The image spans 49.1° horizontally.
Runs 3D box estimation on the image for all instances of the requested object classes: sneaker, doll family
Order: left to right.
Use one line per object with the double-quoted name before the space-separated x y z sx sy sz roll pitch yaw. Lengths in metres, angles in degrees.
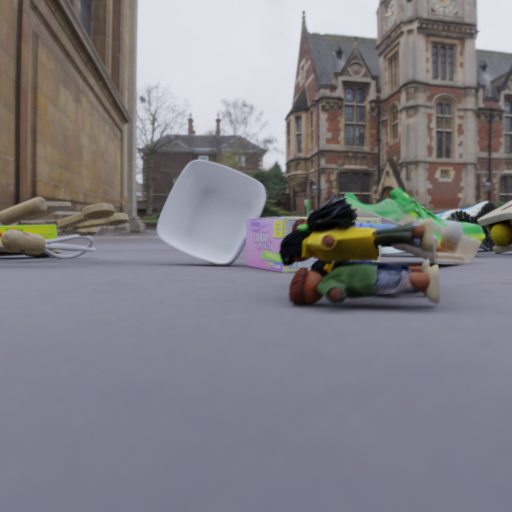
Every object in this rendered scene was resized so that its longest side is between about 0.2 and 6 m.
"doll family" 0.730 -0.021 4.268 1.147 0.779 1.984 -4 -4 15
"sneaker" 2.939 -0.688 10.814 2.884 1.205 1.068 9 -6 12
"sneaker" 4.744 -0.665 13.373 3.051 1.196 1.372 -2 0 -42

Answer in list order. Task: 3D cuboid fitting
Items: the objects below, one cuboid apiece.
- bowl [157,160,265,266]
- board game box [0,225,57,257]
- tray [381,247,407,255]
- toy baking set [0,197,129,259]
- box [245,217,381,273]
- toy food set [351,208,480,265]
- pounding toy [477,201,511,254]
"bowl" -0.616 -0.580 8.117 1.373 1.371 0.512 23 -7 18
"board game box" -4.461 -0.255 10.019 1.649 0.393 0.838 -3 -10 -23
"tray" 2.523 -0.196 12.507 1.389 0.287 2.587 1 2 37
"toy baking set" -3.449 -0.219 8.727 2.507 0.380 3.266 -3 -12 -40
"box" 0.715 -0.160 7.299 1.382 0.668 1.216 0 3 -22
"toy food set" 2.305 -0.366 8.054 1.332 0.561 1.857 26 13 35
"pounding toy" 5.692 -0.338 10.690 1.690 1.696 2.956 -30 2 -18
